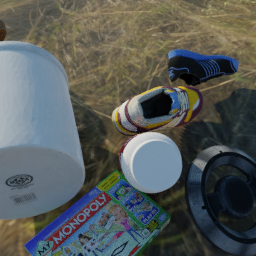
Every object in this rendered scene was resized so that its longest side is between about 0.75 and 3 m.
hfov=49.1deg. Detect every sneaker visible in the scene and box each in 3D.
[{"bbox_3d":[1.046,-0.506,6.757,2.807,1.265,1.052,-21,87,-31],"label":"sneaker"},{"bbox_3d":[2.229,-1.660,8.272,2.331,0.818,0.908,4,83,-16],"label":"sneaker"}]

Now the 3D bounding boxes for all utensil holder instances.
[{"bbox_3d":[-2.244,0.011,5.730,2.436,2.436,2.866,-13,49,-11],"label":"utensil holder"}]

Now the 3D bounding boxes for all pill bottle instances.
[{"bbox_3d":[0.407,0.641,5.492,1.111,1.967,1.111,0,88,-5],"label":"pill bottle"}]

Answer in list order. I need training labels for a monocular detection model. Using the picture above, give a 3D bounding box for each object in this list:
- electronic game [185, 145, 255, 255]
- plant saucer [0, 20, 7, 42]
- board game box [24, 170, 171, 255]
[{"bbox_3d":[2.009,1.317,5.354,2.070,0.431,2.070,9,64,-19],"label":"electronic game"},{"bbox_3d":[-4.572,-2.658,8.990,0.279,1.891,1.891,43,51,-12],"label":"plant saucer"},{"bbox_3d":[-0.528,2.037,5.415,1.589,0.344,2.361,36,57,28],"label":"board game box"}]
